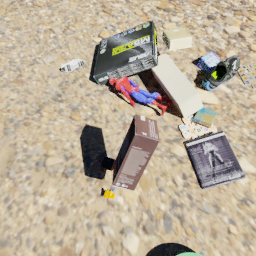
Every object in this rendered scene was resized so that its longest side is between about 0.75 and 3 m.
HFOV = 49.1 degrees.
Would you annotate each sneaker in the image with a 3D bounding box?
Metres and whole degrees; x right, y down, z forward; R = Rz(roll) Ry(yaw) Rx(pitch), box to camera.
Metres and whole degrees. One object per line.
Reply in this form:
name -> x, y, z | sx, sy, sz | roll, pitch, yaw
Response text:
sneaker -> -2.686, -3.005, 13.360 | 1.160, 0.436, 0.470 | -24, 44, -24
sneaker -> 4.309, -2.527, 12.472 | 2.377, 0.985, 0.843 | -38, 80, -23

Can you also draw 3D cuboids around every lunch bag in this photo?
lunch bag -> 4.035, -2.964, 13.279 | 0.855, 0.534, 1.135 | -32, 67, -26

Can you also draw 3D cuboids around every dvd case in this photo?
dvd case -> 3.043, 1.102, 9.945 | 1.459, 0.157, 1.962 | -18, 53, 6

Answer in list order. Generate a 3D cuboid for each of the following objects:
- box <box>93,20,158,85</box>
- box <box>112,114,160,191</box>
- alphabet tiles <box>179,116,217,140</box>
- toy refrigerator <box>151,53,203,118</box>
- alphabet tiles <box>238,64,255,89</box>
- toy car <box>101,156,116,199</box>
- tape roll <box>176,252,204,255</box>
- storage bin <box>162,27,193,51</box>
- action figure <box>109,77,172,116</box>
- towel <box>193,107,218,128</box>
box -> -0.074, -3.486, 12.867 | 2.902, 0.690, 2.803 | -14, 46, 21
box -> 0.171, 0.672, 7.433 | 0.695, 1.855, 0.929 | 15, 34, -10
alphabet tiles -> 2.759, 0.036, 11.072 | 1.386, 0.101, 1.356 | -13, 52, -10
toy refrigerator -> 1.987, -1.849, 11.722 | 0.986, 1.070, 2.817 | -32, 51, 5
alphabet tiles -> 5.921, -2.430, 13.085 | 1.357, 0.061, 1.623 | -6, 52, -5
toy car -> -0.646, 1.717, 9.661 | 0.506, 0.746, 1.522 | 26, 62, -36
tape roll -> 1.688, 4.239, 7.183 | 1.898, 0.456, 1.898 | 3, 49, -3
storage bin -> 2.077, -3.821, 11.874 | 1.022, 0.479, 1.015 | -11, 47, -7
action figure -> 0.401, -1.437, 11.860 | 2.866, 0.741, 0.937 | 31, 53, 16
towel -> 3.132, -0.448, 11.362 | 0.772, 0.114, 1.053 | 23, 47, 17
